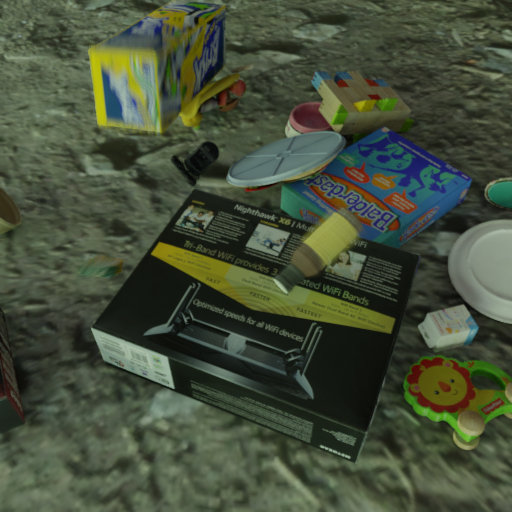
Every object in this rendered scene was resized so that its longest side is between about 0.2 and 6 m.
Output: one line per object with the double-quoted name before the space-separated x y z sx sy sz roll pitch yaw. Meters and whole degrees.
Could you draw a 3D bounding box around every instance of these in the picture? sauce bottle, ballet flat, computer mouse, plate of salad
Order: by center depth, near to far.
"sauce bottle" 0.958 -0.068 8.919 1.626 0.526 0.526 -42 58 -7
"plate of salad" 4.794 0.307 10.444 2.349 0.564 2.349 -6 54 8
"ballet flat" 5.738 -1.336 11.916 1.964 0.743 0.628 3 19 -3
"computer mouse" -1.330 -2.139 12.584 1.159 0.306 0.803 -43 99 -26

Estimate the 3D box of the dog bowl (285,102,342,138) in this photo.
"dog bowl" 1.405 -3.178 13.504 1.404 0.518 1.404 0 48 0

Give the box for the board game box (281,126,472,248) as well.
"board game box" 2.494 -1.309 11.730 3.198 0.719 2.432 -33 57 -26

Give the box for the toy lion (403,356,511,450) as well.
"toy lion" 3.250 2.150 8.926 1.600 0.549 1.533 -22 45 -19

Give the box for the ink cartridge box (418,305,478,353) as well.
"ink cartridge box" 3.267 1.263 9.629 0.809 0.507 0.520 -12 50 -11

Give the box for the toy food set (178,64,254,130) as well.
"toy food set" -0.933 -3.802 13.771 2.378 0.777 1.399 -38 25 -18

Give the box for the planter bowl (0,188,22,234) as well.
"planter bowl" -5.430 -0.871 11.191 0.795 1.181 1.181 -35 53 6

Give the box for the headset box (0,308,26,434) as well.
"headset box" -4.851 1.925 8.729 1.917 0.995 2.576 -20 53 -16

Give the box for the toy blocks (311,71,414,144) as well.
"toy blocks" 2.399 -3.710 13.340 2.500 1.249 1.709 -10 54 -29

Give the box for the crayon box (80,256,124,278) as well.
"crayon box" -2.651 0.190 9.722 0.514 0.211 0.818 8 9 2

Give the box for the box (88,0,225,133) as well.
"box" -2.057 -4.593 13.057 1.520 1.657 4.729 10 37 10

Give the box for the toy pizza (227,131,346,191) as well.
"toy pizza" 0.650 -1.985 11.981 2.639 0.418 2.639 -17 25 8

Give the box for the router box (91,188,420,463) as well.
"router box" 0.132 0.895 9.498 4.472 1.168 3.516 18 51 15
